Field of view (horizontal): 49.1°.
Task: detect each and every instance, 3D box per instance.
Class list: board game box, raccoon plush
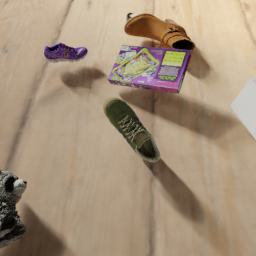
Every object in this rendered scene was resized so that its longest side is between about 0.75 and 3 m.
[{"bbox_3d":[0.692,-1.995,9.304,2.486,0.402,1.492,13,66,24],"label":"board game box"},{"bbox_3d":[-3.433,1.900,6.234,2.477,1.198,1.660,-17,59,-26],"label":"raccoon plush"}]

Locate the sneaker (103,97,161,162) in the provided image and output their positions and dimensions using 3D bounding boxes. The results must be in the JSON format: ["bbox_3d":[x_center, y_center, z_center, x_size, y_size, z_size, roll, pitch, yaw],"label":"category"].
[{"bbox_3d":[0.204,0.097,7.268,0.699,2.084,0.935,-40,28,-7],"label":"sneaker"}]

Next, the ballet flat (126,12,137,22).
[{"bbox_3d":[0.612,-4.458,11.923,1.701,0.542,0.573,30,61,21],"label":"ballet flat"}]

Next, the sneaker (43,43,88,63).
[{"bbox_3d":[-2.235,-2.768,10.118,1.600,0.668,0.645,-10,46,-14],"label":"sneaker"}]

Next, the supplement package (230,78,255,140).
[{"bbox_3d":[4.116,-0.352,7.880,1.184,1.180,2.018,-12,58,-23],"label":"supplement package"}]

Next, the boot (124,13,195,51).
[{"bbox_3d":[1.240,-3.565,10.893,2.473,0.948,1.920,-2,44,-25],"label":"boot"}]
